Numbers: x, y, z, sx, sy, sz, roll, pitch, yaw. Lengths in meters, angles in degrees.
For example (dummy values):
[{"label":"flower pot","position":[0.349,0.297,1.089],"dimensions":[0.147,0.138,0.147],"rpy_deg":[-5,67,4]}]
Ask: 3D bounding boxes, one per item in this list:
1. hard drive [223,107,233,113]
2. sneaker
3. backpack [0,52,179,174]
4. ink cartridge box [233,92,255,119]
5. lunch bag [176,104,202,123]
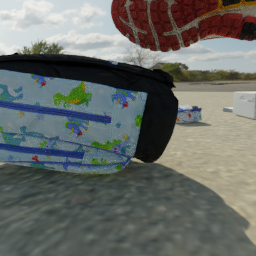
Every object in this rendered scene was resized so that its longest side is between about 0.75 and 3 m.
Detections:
[{"label":"hard drive","position":[5.440,-0.854,13.258],"dimensions":[1.510,0.201,0.996],"rpy_deg":[-2,9,-16]},{"label":"sneaker","position":[1.131,-1.948,4.838],"dimensions":[2.857,1.112,1.174],"rpy_deg":[2,26,0]},{"label":"backpack","position":[-0.985,-0.309,4.521],"dimensions":[2.937,2.258,2.396],"rpy_deg":[19,16,-9]},{"label":"ink cartridge box","position":[5.724,-0.952,11.268],"dimensions":[2.387,1.003,1.736],"rpy_deg":[-1,9,-7]},{"label":"lunch bag","position":[1.874,-0.529,10.109],"dimensions":[1.216,0.573,1.517],"rpy_deg":[-5,9,-19]}]
